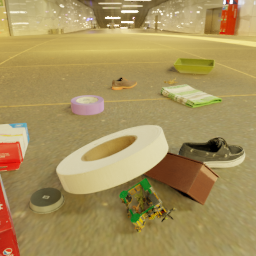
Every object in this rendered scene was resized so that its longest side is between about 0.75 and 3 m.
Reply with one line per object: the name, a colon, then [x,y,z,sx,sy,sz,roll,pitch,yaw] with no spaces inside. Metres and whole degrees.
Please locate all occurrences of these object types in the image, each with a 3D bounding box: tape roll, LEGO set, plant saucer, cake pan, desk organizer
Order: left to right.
cake pan: [-1.930,1.690,6.630,0.836,0.153,0.836,0,24,0]
tape roll: [-1.796,-1.033,12.444,1.438,0.472,1.438,0,24,0]
tape roll: [-0.401,0.705,7.147,2.891,0.528,2.891,-20,11,4]
LEGO set: [0.405,1.755,6.136,0.935,0.704,1.216,-38,30,-9]
desk organizer: [1.155,1.130,7.044,2.030,0.728,0.781,13,68,56]
plant saucer: [4.708,-4.356,19.792,2.711,0.649,2.707,6,24,15]

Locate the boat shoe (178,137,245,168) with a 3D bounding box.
boat shoe: [2.479,0.631,8.101,2.291,0.759,0.801,-1,28,-17]

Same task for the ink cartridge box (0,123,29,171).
ink cartridge box: [-3.782,0.551,8.575,1.146,0.664,1.973,-5,25,-9]

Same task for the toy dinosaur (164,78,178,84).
toy dinosaur: [2.670,-2.746,16.696,1.077,0.313,0.544,8,39,35]

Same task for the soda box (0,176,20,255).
soda box: [-2.945,1.697,5.768,0.906,0.820,2.587,-14,28,-26]

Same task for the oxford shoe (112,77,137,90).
oxford shoe: [-0.165,-2.564,15.774,1.626,0.593,0.580,-17,29,-34]

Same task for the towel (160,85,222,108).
towel: [3.103,-1.680,14.017,1.934,0.398,2.592,-14,27,-27]
